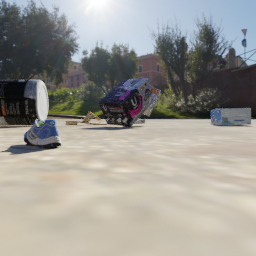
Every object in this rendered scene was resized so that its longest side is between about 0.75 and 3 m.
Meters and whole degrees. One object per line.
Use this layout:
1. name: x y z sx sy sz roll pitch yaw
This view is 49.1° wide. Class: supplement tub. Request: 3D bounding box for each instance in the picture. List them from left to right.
1. supplement tub: -4.435 -0.914 10.132 2.748 1.684 1.684 1 2 -1

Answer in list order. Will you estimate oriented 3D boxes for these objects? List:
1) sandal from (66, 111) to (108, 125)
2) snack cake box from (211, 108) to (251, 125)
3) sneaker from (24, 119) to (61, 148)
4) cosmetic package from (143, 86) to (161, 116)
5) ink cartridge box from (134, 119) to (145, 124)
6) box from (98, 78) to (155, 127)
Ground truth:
1. sandal: -1.723 -0.426 11.811 1.782 0.586 0.653 -1 2 -15
2. snack cake box: 4.257 -0.470 11.789 1.158 0.676 2.013 -2 2 6
3. sneaker: -0.951 0.048 3.119 0.288 0.293 0.762 -4 3 -40
4. cosmetic package: 0.834 -1.164 11.594 0.673 0.473 1.328 25 47 1
5. ink cartridge box: 0.160 -0.320 13.811 1.052 0.235 0.927 -1 4 -40
6. box: -0.003 -0.937 9.677 1.117 0.970 1.691 5 40 37
